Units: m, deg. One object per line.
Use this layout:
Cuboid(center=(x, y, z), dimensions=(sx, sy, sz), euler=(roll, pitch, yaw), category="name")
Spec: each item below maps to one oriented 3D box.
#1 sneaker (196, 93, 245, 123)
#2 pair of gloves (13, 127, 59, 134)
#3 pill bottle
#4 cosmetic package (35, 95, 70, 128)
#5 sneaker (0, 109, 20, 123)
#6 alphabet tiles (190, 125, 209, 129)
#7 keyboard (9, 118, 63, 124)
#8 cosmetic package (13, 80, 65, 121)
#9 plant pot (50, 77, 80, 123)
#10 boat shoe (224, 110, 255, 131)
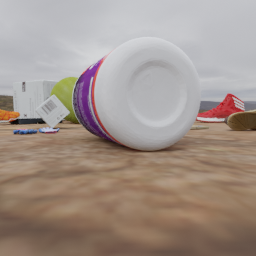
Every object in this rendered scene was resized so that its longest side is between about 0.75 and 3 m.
Cuboid(center=(4.035, -0.886, 12.446), dimensions=(2.212, 1.278, 0.867), euler=(0, 4, 2), category="sneaker")
Cuboid(center=(-2.145, 0.058, 6.627), dimensions=(1.082, 0.123, 0.870), euler=(-2, 4, -25), category="pair of gloves")
Cuboid(center=(-0.091, -0.488, 4.614), dimensions=(1.461, 1.461, 2.598), euler=(-1, 4, -21), category="pill bottle")
Cuboid(center=(-2.246, -0.478, 8.302), dimensions=(0.704, 0.704, 0.854), euler=(-43, 13, -11), category="cosmetic package")
Cuboid(center=(-4.674, -0.489, 10.253), dimensions=(0.604, 0.638, 1.655), euler=(0, 8, 31), category="sneaker")
Cuboid(center=(0.467, -0.041, 8.424), dimensions=(2.970, 0.112, 2.482), euler=(-2, 5, -29), category="alphabet tiles")
Cuboid(center=(-3.653, -0.299, 11.473), dimensions=(1.196, 0.255, 1.991), euler=(3, 6, 40), category="keyboard")
Cuboid(center=(-4.309, -1.360, 14.321), dimensions=(2.410, 1.987, 1.989), euler=(2, 5, 35), category="cosmetic package")
Cuboid(center=(-2.020, -0.954, 11.504), dimensions=(1.936, 1.936, 2.069), euler=(-2, 20, -28), category="plant pot")
Cuboid(center=(3.465, -0.229, 7.495), dimensions=(1.749, 0.631, 0.630), euler=(-6, 5, -1), category="boat shoe")
